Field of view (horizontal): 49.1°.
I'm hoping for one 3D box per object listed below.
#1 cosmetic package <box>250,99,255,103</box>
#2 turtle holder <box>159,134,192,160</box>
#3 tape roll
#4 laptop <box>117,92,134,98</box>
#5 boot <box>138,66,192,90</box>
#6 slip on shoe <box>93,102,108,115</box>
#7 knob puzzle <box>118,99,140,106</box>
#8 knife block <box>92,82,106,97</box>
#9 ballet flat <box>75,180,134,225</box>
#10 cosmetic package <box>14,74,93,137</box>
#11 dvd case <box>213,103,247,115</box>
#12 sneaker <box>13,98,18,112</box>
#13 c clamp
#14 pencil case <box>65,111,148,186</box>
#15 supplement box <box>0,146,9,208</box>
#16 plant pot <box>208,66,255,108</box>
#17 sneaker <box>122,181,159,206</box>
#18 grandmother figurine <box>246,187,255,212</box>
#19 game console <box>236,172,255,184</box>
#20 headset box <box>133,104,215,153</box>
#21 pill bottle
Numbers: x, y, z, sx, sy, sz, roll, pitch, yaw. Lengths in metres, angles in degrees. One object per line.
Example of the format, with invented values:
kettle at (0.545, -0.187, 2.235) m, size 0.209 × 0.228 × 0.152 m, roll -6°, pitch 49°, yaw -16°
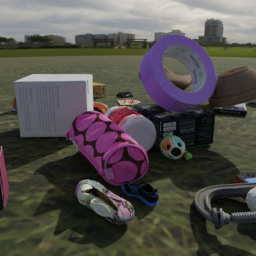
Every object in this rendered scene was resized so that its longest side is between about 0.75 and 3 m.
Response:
cosmetic package at (7.265, -1.565, 14.659) m, size 0.803 × 0.633 × 1.492 m, roll -11°, pitch 20°, yaw -34°
turtle holder at (1.367, 0.653, 8.152) m, size 0.682 × 0.897 × 0.637 m, roll -32°, pitch 18°, yaw 4°
tape roll at (1.611, -1.734, 8.920) m, size 2.380 × 2.380 × 0.781 m, roll -10°, pitch -12°, yaw -27°
laptop at (-0.197, -1.918, 16.647) m, size 0.718 × 0.418 × 0.810 m, roll -11°, pitch 47°, yaw -28°
boot at (1.369, -1.864, 10.076) m, size 0.800 × 1.666 × 2.278 m, roll -41°, pitch 6°, yaw 43°
slip on shoe at (-2.043, -0.776, 12.098) m, size 2.320 × 0.859 × 0.710 m, roll 5°, pitch 23°, yaw 1°
knob puzzle at (0.090, -1.415, 14.932) m, size 1.260 × 0.175 × 1.260 m, roll 0°, pitch 18°, yaw 0°
knife block at (-2.465, -2.422, 17.039) m, size 2.268 × 0.726 × 1.991 m, roll -2°, pitch 20°, yaw -4°
ballet flat at (-0.624, 1.460, 5.646) m, size 1.644 × 0.568 × 0.585 m, roll 18°, pitch 5°, yaw 37°
cosmetic package at (-2.600, -0.909, 10.473) m, size 2.454 × 2.023 × 2.025 m, roll 0°, pitch 18°, yaw -2°
dvd case at (4.929, -1.006, 13.558) m, size 1.459 × 0.240 × 1.941 m, roll 6°, pitch 17°, yaw 18°
sneaker at (-5.053, -1.108, 13.174) m, size 1.251 × 0.701 × 0.485 m, roll 13°, pitch 22°, yaw 33°
c clamp at (2.589, 1.445, 5.198) m, size 2.776 × 0.376 × 2.371 m, roll -7°, pitch 12°, yaw 20°
pencil case at (-0.675, 0.493, 7.616) m, size 1.312 × 1.271 × 2.801 m, roll -13°, pitch 24°, yaw -26°
supplement box at (-3.644, 1.131, 5.806) m, size 2.021 × 1.115 × 0.865 m, roll -6°, pitch 19°, yaw -17°
plant pot at (3.527, -1.426, 9.149) m, size 1.971 × 0.910 × 1.971 m, roll -21°, pitch 12°, yaw 5°
sneaker at (0.268, 1.354, 6.271) m, size 1.043 × 0.406 × 0.366 m, roll 17°, pitch 26°, yaw 41°
grandmother figurine at (3.204, 1.653, 5.133) m, size 2.034 × 0.616 × 1.234 m, roll 20°, pitch 20°, yaw 41°
game console at (3.409, 1.378, 6.501) m, size 1.284 × 0.225 × 1.452 m, roll -7°, pitch 20°, yaw -20°
headset box at (1.465, -0.172, 9.765) m, size 2.023 × 1.078 × 2.324 m, roll -8°, pitch 20°, yaw -21°
pill bottle at (-0.047, -0.028, 9.170) m, size 1.190 × 1.190 × 2.120 m, roll -8°, pitch 20°, yaw -21°
